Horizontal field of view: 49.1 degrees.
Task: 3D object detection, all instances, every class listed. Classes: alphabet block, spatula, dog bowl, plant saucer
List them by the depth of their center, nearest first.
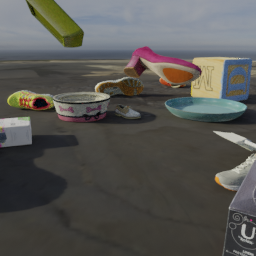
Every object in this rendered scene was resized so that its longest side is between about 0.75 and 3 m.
[{"bbox_3d":[2.701,0.572,4.888,1.594,0.184,2.292,24,6,-25],"label":"spatula"},{"bbox_3d":[-1.341,-1.920,4.961,0.294,1.227,1.229,-46,12,-4],"label":"plant saucer"},{"bbox_3d":[-1.494,-0.701,9.139,1.844,0.680,1.844,1,16,0],"label":"dog bowl"},{"bbox_3d":[2.595,-0.651,9.526,2.668,0.366,2.668,0,17,0],"label":"plant saucer"},{"bbox_3d":[3.945,-2.105,11.975,1.738,1.747,1.780,-8,18,-30],"label":"alphabet block"}]

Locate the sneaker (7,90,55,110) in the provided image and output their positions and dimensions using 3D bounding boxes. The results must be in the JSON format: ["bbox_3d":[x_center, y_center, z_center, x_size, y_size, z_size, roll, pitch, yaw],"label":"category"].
[{"bbox_3d":[-3.489,-0.960,10.056,1.703,0.666,0.769,-1,19,-5],"label":"sneaker"}]

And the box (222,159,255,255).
[{"bbox_3d":[1.710,1.024,3.053,0.976,0.847,1.477,11,20,32],"label":"box"}]

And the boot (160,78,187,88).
[{"bbox_3d":[2.389,-2.589,15.672,1.611,0.604,0.864,12,26,33],"label":"boot"}]

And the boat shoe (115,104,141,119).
[{"bbox_3d":[-0.029,-0.539,9.147,1.034,0.354,0.387,14,21,38],"label":"boat shoe"}]

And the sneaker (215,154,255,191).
[{"bbox_3d":[2.042,0.673,4.703,1.273,0.585,0.482,-5,17,-16],"label":"sneaker"}]

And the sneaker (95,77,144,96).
[{"bbox_3d":[-0.432,-1.963,13.040,2.283,0.863,1.001,-4,17,-17],"label":"sneaker"}]

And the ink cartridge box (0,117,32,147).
[{"bbox_3d":[-3.101,0.118,6.691,1.486,0.500,0.870,-5,17,-17],"label":"ink cartridge box"}]

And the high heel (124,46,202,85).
[{"bbox_3d":[1.062,-1.857,7.734,2.452,0.826,1.176,10,57,45],"label":"high heel"}]
